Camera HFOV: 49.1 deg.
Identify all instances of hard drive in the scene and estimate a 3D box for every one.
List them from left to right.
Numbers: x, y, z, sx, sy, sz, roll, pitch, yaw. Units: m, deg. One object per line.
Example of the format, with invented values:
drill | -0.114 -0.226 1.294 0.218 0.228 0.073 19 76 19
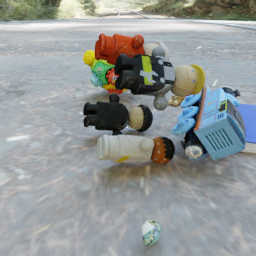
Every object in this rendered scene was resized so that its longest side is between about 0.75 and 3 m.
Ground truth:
hard drive | 2.859 -0.115 7.535 1.554 0.299 2.356 8 28 24

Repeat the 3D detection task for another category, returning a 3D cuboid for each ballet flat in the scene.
ballet flat | 0.304 1.433 3.900 0.280 0.280 0.755 6 -10 12

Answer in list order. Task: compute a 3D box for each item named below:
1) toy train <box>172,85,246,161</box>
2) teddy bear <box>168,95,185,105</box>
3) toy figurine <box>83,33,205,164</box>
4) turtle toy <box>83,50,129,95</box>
toy train | 1.832 -0.200 6.176 1.334 1.012 2.336 -24 20 32
teddy bear | 1.728 -0.957 9.559 0.619 0.285 0.854 -2 24 30
toy figurine | 0.228 -0.610 6.140 1.825 2.624 2.583 4 25 -23
turtle toy | -0.172 -1.886 9.538 2.764 1.397 2.015 -1 -7 41
